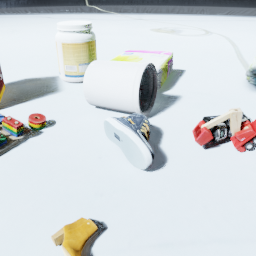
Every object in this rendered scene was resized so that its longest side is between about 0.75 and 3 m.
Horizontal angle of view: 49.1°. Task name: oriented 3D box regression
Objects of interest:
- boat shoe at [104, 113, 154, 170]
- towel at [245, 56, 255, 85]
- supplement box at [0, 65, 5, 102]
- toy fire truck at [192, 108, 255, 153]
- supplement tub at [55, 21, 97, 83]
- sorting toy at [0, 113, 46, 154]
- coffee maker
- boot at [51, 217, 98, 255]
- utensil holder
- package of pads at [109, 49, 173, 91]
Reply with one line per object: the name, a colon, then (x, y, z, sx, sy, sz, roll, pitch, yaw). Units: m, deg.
boat shoe: (0.240, 0.162, 6.477, 0.949, 0.740, 2.091, -17, 30, -21)
towel: (6.292, -2.204, 10.989, 2.942, 0.708, 2.518, 14, 32, 23)
supplement box: (-4.872, -1.802, 8.791, 1.358, 2.045, 2.017, -7, 29, -13)
toy fire truck: (2.469, -0.063, 6.285, 1.225, 1.737, 0.424, 34, 29, -23)
supplement tub: (-1.985, -2.977, 10.905, 1.542, 2.132, 1.542, 0, 28, 0)
sorting toy: (-3.349, 0.035, 6.699, 1.356, 0.476, 2.813, 27, 36, 16)
coffee maker: (2.394, -0.002, 7.045, 1.034, 0.697, 0.994, -6, -3, -13)
boot: (-0.694, 1.662, 4.144, 0.622, 0.306, 0.869, -25, 31, -31)
utensil holder: (-0.213, -1.233, 8.339, 1.801, 1.530, 1.530, 10, 30, 22)
package of pads: (0.486, -2.251, 10.793, 2.187, 0.966, 2.831, 10, 32, 20)
